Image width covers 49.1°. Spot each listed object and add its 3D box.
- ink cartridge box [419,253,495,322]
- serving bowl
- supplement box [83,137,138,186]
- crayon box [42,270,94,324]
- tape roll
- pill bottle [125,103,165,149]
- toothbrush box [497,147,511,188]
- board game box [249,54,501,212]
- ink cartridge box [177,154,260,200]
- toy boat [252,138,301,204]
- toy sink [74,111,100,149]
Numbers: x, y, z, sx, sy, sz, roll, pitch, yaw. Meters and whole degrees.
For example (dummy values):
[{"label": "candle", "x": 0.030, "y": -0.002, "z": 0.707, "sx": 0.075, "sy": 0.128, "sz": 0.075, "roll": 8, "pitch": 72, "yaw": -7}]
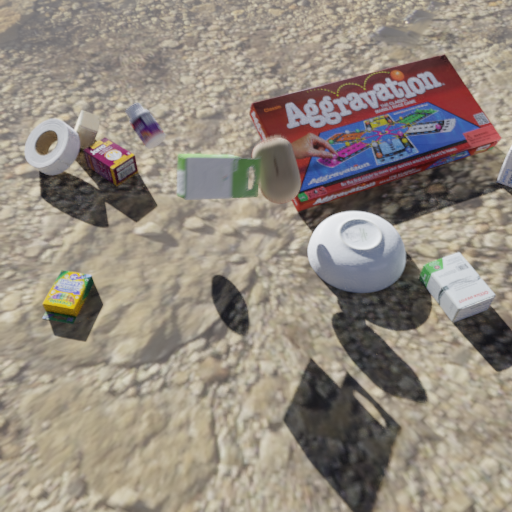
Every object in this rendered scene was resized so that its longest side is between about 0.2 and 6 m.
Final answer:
[{"label": "ink cartridge box", "x": 3.884, "y": 0.605, "z": 10.873, "sx": 0.866, "sy": 0.491, "sz": 1.181, "roll": -16, "pitch": 51, "yaw": -14}, {"label": "serving bowl", "x": 2.086, "y": -0.230, "z": 11.486, "sx": 2.024, "sy": 0.666, "sz": 2.024, "roll": -1, "pitch": 49, "yaw": 1}, {"label": "supplement box", "x": -3.440, "y": -2.247, "z": 13.287, "sx": 1.081, "sy": 0.558, "sz": 0.708, "roll": 31, "pitch": 56, "yaw": 24}, {"label": "crayon box", "x": -3.665, "y": 0.786, "z": 10.870, "sx": 0.651, "sy": 0.267, "sz": 1.036, "roll": 9, "pitch": 50, "yaw": 8}, {"label": "tape roll", "x": -4.825, "y": -2.572, "z": 13.266, "sx": 1.290, "sy": 0.451, "sz": 1.290, "roll": -7, "pitch": 70, "yaw": 19}, {"label": "pill bottle", "x": -2.390, "y": -2.799, "z": 11.995, "sx": 0.504, "sy": 0.504, "sz": 0.904, "roll": -34, "pitch": 87, "yaw": -26}, {"label": "toothbrush box", "x": 7.119, "y": -2.106, "z": 12.835, "sx": 2.451, "sy": 1.045, "sz": 1.794, "roll": 26, "pitch": 54, "yaw": 21}, {"label": "board game box", "x": 2.897, "y": -3.120, "z": 13.516, "sx": 5.510, "sy": 0.536, "sz": 2.836, "roll": -19, "pitch": 69, "yaw": -16}, {"label": "ink cartridge box", "x": -0.711, "y": -1.501, "z": 10.596, "sx": 1.527, "sy": 0.793, "sz": 0.453, "roll": -5, "pitch": 18, "yaw": -28}, {"label": "toy boat", "x": 0.432, "y": -1.697, "z": 11.365, "sx": 0.840, "sy": 0.841, "sz": 1.287, "roll": -14, "pitch": 89, "yaw": 6}, {"label": "toy sink", "x": -4.241, "y": -3.006, "z": 13.898, "sx": 0.520, "sy": 0.928, "sz": 0.605, "roll": 17, "pitch": 44, "yaw": -25}]
